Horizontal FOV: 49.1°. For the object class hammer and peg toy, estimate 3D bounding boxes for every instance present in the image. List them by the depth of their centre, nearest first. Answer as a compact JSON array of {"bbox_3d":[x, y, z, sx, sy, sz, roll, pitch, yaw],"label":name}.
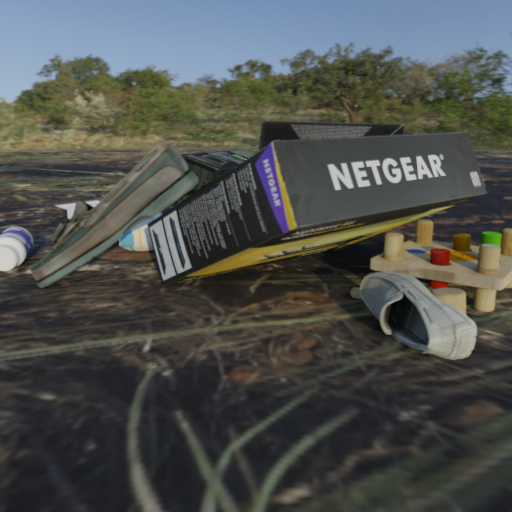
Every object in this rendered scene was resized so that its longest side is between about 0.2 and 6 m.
[{"bbox_3d":[2.605,0.127,7.973,1.916,0.918,2.605,10,17,35],"label":"hammer and peg toy"}]

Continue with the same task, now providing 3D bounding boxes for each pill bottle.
[{"bbox_3d":[-4.214,-0.105,9.594,0.566,0.566,0.945,-2,21,-7],"label":"pill bottle"}]

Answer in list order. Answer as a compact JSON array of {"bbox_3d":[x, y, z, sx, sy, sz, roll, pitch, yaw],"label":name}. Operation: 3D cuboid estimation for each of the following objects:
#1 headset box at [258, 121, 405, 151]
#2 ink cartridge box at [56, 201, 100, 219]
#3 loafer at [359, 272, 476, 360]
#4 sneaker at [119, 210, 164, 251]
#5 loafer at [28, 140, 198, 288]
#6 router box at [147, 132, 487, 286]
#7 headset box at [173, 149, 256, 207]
[{"bbox_3d":[1.926,-1.790,12.834,2.921,1.474,3.931,6,-3,17],"label":"headset box"},{"bbox_3d":[-4.305,-1.168,14.520,1.161,0.295,1.318,12,18,37],"label":"ink cartridge box"},{"bbox_3d":[1.708,0.621,6.532,0.669,0.671,1.918,3,13,-22],"label":"loafer"},{"bbox_3d":[-2.299,-0.708,11.362,0.894,0.847,2.213,-4,17,-6],"label":"sneaker"},{"bbox_3d":[-2.288,-0.669,8.566,2.896,0.911,1.041,-36,13,-8],"label":"loafer"},{"bbox_3d":[0.927,-0.716,8.538,4.113,1.074,3.234,-12,-7,-38],"label":"router box"},{"bbox_3d":[-0.526,-1.012,10.593,0.942,1.769,2.031,26,26,31],"label":"headset box"}]
